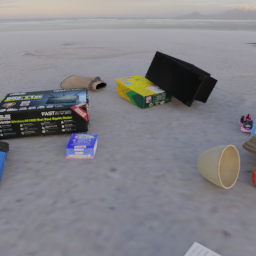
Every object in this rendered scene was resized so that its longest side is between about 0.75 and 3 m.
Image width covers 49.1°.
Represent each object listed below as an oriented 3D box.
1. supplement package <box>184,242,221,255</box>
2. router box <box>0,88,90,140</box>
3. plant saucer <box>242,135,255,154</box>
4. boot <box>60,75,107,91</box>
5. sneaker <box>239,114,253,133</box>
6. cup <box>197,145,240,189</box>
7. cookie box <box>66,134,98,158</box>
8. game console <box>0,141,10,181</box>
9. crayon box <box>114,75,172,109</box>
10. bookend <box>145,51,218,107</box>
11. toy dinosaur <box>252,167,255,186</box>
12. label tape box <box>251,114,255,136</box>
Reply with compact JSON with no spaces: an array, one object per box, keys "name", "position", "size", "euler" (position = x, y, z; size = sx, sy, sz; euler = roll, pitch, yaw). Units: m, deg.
[{"name":"supplement package","position":[1.222,2.303,3.104],"size":[1.669,1.000,1.012],"euler":[19,30,36]},{"name":"router box","position":[-2.793,-0.579,9.536],"size":[2.956,0.918,2.215],"euler":[-5,23,-7]},{"name":"plant saucer","position":[4.222,0.579,6.731],"size":[2.735,0.403,2.735],"euler":[8,8,-1]},{"name":"boot","position":[-2.021,-2.086,13.380],"size":[1.428,0.686,1.954],"euler":[22,34,33]},{"name":"sneaker","position":[4.028,-0.264,9.439],"size":[0.444,0.535,1.123],"euler":[5,23,14]},{"name":"cup","position":[2.047,0.855,6.513],"size":[0.981,0.981,0.702],"euler":[-22,16,-40]},{"name":"cookie box","position":[-1.289,0.502,7.938],"size":[0.776,0.341,0.907],"euler":[1,24,2]},{"name":"game console","position":[-4.117,0.789,6.802],"size":[2.110,1.249,1.801],"euler":[12,-12,-20]},{"name":"crayon box","position":[0.572,-1.633,12.203],"size":[1.539,0.616,2.424],"euler":[-15,33,-30]},{"name":"bookend","position":[2.680,-1.943,11.969],"size":[2.755,1.269,2.737],"euler":[4,29,-44]},{"name":"toy dinosaur","position":[3.646,1.174,5.943],"size":[1.706,0.987,1.880],"euler":[-16,34,7]},{"name":"label tape box","position":[5.158,-0.476,8.363],"size":[2.494,1.798,0.789],"euler":[-6,27,-12]}]
